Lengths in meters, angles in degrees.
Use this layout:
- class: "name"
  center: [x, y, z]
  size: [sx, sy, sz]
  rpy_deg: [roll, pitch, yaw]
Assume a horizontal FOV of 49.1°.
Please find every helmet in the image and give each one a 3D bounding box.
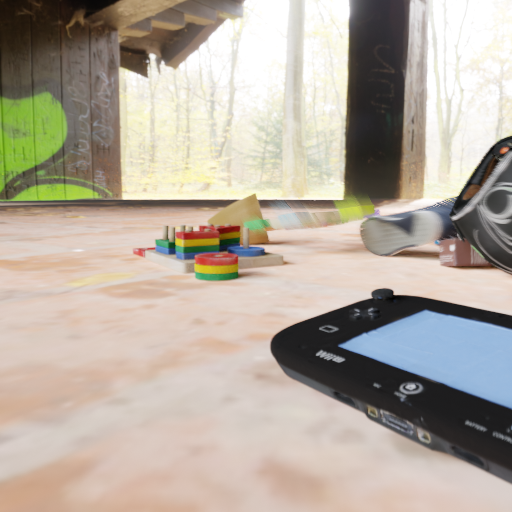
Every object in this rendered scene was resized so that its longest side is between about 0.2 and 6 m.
- class: "helmet"
  center: [4.008, -0.665, 7.785]
  size: [1.983, 2.080, 2.080]
  rpy_deg: [33, 11, 3]

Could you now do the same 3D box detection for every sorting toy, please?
- class: "sorting toy"
  center: [-0.816, -0.204, 9.716]
  size: [1.824, 0.640, 3.783]
  rpy_deg: [-4, 8, -29]

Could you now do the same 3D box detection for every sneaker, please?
- class: "sneaker"
  center: [3.025, -0.555, 10.343]
  size: [1.509, 0.794, 2.089]
  rpy_deg: [-17, 6, -26]

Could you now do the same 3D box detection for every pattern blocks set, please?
- class: "pattern blocks set"
  center: [1.143, -0.663, 10.598]
  size: [2.781, 0.225, 2.445]
  rpy_deg: [-6, -1, -35]

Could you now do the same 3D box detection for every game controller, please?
- class: "game controller"
  center: [1.296, 0.673, 3.217]
  size: [1.439, 0.581, 2.759]
  rpy_deg: [-5, 8, -33]

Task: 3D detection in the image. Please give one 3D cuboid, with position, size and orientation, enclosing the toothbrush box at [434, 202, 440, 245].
- class: "toothbrush box"
  center: [5.084, -0.716, 12.452]
  size: [2.166, 0.924, 1.586]
  rpy_deg: [2, 8, 16]

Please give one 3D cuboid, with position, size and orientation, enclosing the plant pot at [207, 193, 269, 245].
- class: "plant pot"
  center: [-0.425, -0.693, 12.340]
  size: [1.203, 1.121, 1.121]
  rpy_deg: [-15, 7, 2]

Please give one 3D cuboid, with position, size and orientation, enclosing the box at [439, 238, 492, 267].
- class: "box"
  center: [3.669, -0.058, 9.001]
  size: [1.255, 0.470, 0.629]
  rpy_deg: [1, -2, -2]
